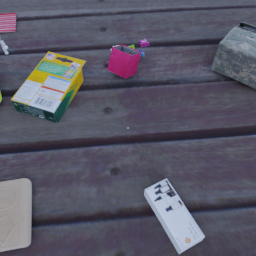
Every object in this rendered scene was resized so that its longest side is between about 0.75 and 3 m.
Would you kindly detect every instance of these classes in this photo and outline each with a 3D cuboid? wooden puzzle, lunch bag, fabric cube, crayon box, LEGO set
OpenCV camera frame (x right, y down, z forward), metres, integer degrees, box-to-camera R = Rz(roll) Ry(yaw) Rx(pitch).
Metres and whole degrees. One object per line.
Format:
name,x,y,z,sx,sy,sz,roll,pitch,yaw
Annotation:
wooden puzzle,-3.441,2.272,7.098,1.936,0.448,1.793,-6,56,-10
lunch bag,4.527,-2.750,9.962,2.052,1.471,2.502,31,54,20
fabric cube,-0.123,-2.360,9.868,0.816,0.829,0.832,25,31,17
crayon box,-2.567,-1.441,9.525,1.541,0.632,2.451,16,57,11
LEGO set,0.124,-2.951,10.567,1.438,0.548,0.590,-7,37,11

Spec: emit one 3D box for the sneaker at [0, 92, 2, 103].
sneaker,-4.993,-1.816,9.463,1.008,1.138,2.723,-27,58,-16

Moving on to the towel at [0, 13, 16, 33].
towel,-5.234,-4.478,11.941,0.909,0.141,1.256,-8,57,-8

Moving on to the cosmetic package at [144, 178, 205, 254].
cosmetic package,1.133,2.192,7.125,0.708,0.434,1.715,-25,59,-15

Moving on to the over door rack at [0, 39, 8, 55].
over door rack,-5.166,-2.914,9.605,1.747,2.365,0.788,-28,80,-19
